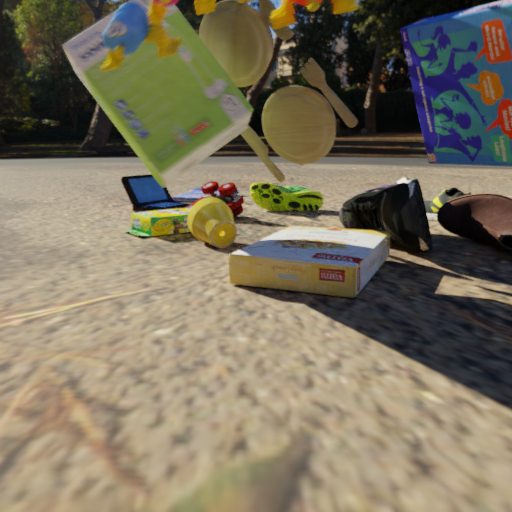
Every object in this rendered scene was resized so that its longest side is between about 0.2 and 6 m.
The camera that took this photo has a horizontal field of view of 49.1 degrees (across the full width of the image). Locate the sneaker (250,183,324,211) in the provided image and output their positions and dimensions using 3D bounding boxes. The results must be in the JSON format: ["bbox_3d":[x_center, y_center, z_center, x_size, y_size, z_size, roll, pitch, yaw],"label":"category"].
[{"bbox_3d":[0.801,-1.547,15.083,1.994,0.739,0.833,9,10,1],"label":"sneaker"}]

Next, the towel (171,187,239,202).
[{"bbox_3d":[-1.600,-1.972,17.842,1.678,0.276,2.318,2,13,12],"label":"towel"}]

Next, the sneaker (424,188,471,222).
[{"bbox_3d":[4.481,-1.199,13.026,0.729,0.828,1.957,-3,13,-15],"label":"sneaker"}]

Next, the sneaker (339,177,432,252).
[{"bbox_3d":[2.330,-0.666,10.479,1.504,1.301,3.434,-12,6,11],"label":"sneaker"}]

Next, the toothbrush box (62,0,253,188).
[{"bbox_3d":[-1.581,-2.751,9.286,1.870,2.569,1.106,-38,2,-9],"label":"toothbrush box"}]

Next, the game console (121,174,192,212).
[{"bbox_3d":[-2.623,-1.697,15.082,1.337,0.921,1.551,8,15,33],"label":"game console"}]

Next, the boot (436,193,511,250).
[{"bbox_3d":[4.299,-0.521,9.693,2.559,0.926,2.128,10,14,26],"label":"boot"}]

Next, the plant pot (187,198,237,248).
[{"bbox_3d":[-0.748,-0.553,10.315,0.843,0.843,0.793,-6,28,-25],"label":"plant pot"}]

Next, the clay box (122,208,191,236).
[{"bbox_3d":[-1.849,-0.730,11.834,1.766,0.420,1.015,-8,14,-35],"label":"clay box"}]

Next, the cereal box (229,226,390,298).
[{"bbox_3d":[0.898,-0.003,8.344,1.785,0.490,2.481,5,13,22],"label":"cereal box"}]

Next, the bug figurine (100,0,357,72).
[{"bbox_3d":[-0.456,-3.149,6.646,3.063,0.788,2.375,-12,40,7],"label":"bug figurine"}]

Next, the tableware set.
[{"bbox_3d":[0.287,-3.249,10.524,2.236,3.383,0.678,-33,8,43],"label":"tableware set"}]

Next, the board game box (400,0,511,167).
[{"bbox_3d":[2.193,-1.483,4.883,0.412,1.394,1.833,-30,23,-24],"label":"board game box"}]

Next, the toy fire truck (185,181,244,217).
[{"bbox_3d":[-1.033,-1.218,13.687,1.370,0.768,1.150,9,39,38],"label":"toy fire truck"}]
